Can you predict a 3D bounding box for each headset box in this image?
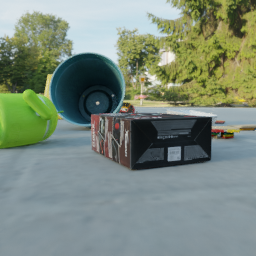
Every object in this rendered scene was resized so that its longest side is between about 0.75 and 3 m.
[{"bbox_3d":[0.249,0.113,4.740,1.395,0.704,1.877,-2,6,-24],"label":"headset box"}]

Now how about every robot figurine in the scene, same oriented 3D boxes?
[{"bbox_3d":[-2.288,-0.175,5.845,1.636,1.079,1.865,-19,-6,38],"label":"robot figurine"}]

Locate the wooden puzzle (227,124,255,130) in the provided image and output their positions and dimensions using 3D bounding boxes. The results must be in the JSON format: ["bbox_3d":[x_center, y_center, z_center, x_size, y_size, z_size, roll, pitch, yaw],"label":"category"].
[{"bbox_3d":[3.916,-0.020,9.280,0.925,0.186,1.000,-1,1,-5],"label":"wooden puzzle"}]

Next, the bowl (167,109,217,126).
[{"bbox_3d":[2.106,-0.280,9.291,1.382,0.517,1.384,-4,13,-44],"label":"bowl"}]

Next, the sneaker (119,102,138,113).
[{"bbox_3d":[-0.574,-0.777,14.104,2.400,0.934,0.986,10,-12,33],"label":"sneaker"}]

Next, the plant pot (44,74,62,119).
[{"bbox_3d":[-3.635,-1.734,15.686,2.551,2.400,2.551,-1,5,0],"label":"plant pot"}]

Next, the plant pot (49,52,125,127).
[{"bbox_3d":[-1.262,-1.087,10.066,2.466,2.466,2.317,0,-9,3],"label":"plant pot"}]

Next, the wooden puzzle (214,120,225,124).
[{"bbox_3d":[2.831,-0.361,12.619,2.919,0.205,1.731,1,5,13],"label":"wooden puzzle"}]

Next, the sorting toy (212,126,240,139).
[{"bbox_3d":[2.320,0.117,7.097,0.775,0.272,1.607,0,5,2],"label":"sorting toy"}]
